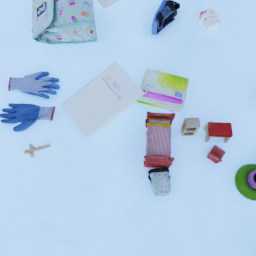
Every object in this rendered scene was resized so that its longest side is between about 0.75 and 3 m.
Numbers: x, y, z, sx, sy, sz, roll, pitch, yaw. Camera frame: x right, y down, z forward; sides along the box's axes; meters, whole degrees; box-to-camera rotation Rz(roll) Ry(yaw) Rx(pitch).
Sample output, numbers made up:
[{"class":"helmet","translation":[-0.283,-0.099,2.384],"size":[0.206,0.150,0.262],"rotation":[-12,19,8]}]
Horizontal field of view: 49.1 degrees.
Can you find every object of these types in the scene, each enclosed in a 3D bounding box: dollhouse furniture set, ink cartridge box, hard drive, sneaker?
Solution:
[{"class":"dollhouse furniture set","translation":[1.992,0.446,9.167],"size":[2.976,1.210,1.602],"rotation":[2,69,1]},{"class":"ink cartridge box","translation":[3.387,-4.492,11.582],"size":[0.578,0.337,0.794],"rotation":[-18,68,-7]},{"class":"hard drive","translation":[-0.912,-1.007,9.929],"size":[2.512,0.335,1.657],"rotation":[-39,71,-3]},{"class":"sneaker","translation":[1.541,-4.515,11.412],"size":[0.741,0.667,1.902],"rotation":[17,68,15]}]

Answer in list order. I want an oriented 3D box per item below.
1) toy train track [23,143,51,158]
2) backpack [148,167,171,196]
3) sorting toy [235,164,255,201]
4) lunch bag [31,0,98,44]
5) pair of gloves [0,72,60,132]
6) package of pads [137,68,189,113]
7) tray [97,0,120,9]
[{"class":"toy train track","translation":[-3.132,0.692,9.612],"size":[0.925,0.150,0.530],"rotation":[-16,63,-8]},{"class":"backpack","translation":[1.049,1.741,9.015],"size":[0.742,0.563,0.889],"rotation":[-5,70,-4]},{"class":"sorting toy","translation":[4.704,1.440,8.898],"size":[2.405,0.987,1.445],"rotation":[-8,69,-3]},{"class":"lunch bag","translation":[-2.553,-4.431,10.919],"size":[2.460,1.500,2.095],"rotation":[-7,73,-1]},{"class":"pair of gloves","translation":[-3.558,-1.000,10.226],"size":[1.997,0.283,2.484],"rotation":[0,66,2]},{"class":"package of pads","translation":[1.288,-1.401,10.235],"size":[1.695,0.578,1.310],"rotation":[15,69,6]},{"class":"tray","translation":[-0.595,-5.928,12.228],"size":[1.709,0.190,0.918],"rotation":[-35,73,-12]}]
